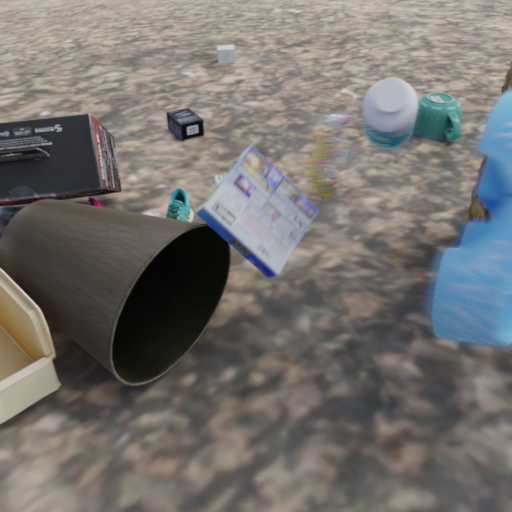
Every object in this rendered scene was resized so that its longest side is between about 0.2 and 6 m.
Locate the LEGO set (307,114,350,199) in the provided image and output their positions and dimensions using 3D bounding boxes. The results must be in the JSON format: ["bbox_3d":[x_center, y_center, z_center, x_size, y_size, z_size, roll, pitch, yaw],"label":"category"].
[{"bbox_3d":[1.244,-1.471,9.143,0.581,1.562,0.719,21,41,23],"label":"LEGO set"}]

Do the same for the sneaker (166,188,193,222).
[{"bbox_3d":[-1.673,-0.778,11.680,0.689,0.708,1.777,-3,38,-4],"label":"sneaker"}]

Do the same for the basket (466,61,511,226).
[{"bbox_3d":[5.420,-1.343,9.401,3.076,4.310,3.210,14,38,17],"label":"basket"}]

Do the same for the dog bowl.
[{"bbox_3d":[3.174,-0.389,7.019,0.814,3.282,1.829,18,-1,34],"label":"dog bowl"}]

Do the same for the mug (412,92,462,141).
[{"bbox_3d":[5.157,-3.923,15.609,1.582,0.978,1.300,24,43,29],"label":"mug"}]

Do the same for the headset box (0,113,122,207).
[{"bbox_3d":[-4.286,-1.766,10.975,2.763,1.434,3.713,-8,5,-6],"label":"headset box"}]

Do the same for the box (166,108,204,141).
[{"bbox_3d":[-1.995,-3.696,15.701,0.724,0.510,0.978,-19,41,-23],"label":"box"}]

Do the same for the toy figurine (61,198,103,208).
[{"bbox_3d":[-3.782,-0.850,11.941,1.153,0.865,1.061,-10,14,29],"label":"toy figurine"}]

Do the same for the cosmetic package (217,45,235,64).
[{"bbox_3d":[-1.109,-7.421,20.628,0.629,0.519,0.518,-4,38,-4],"label":"cosmetic package"}]

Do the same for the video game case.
[{"bbox_3d":[0.058,-0.677,8.648,1.399,1.543,0.351,-55,17,-27],"label":"video game case"}]

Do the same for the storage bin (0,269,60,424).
[{"bbox_3d":[-5.140,1.422,8.070,3.306,1.549,3.282,-30,46,-35],"label":"storage bin"}]

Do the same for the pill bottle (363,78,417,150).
[{"bbox_3d":[2.077,-2.231,8.736,0.809,0.809,1.461,10,-4,14],"label":"pill bottle"}]

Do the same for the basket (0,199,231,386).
[{"bbox_3d":[-2.504,0.292,9.192,3.164,2.151,2.852,18,52,28],"label":"basket"}]

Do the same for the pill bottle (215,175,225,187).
[{"bbox_3d":[-0.414,-1.562,12.812,1.047,0.581,0.581,-3,37,-3],"label":"pill bottle"}]
